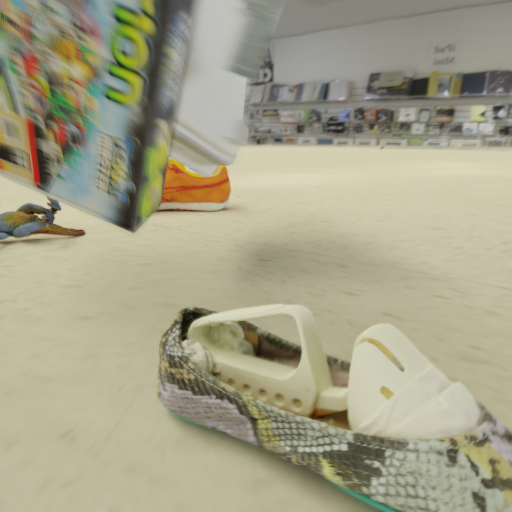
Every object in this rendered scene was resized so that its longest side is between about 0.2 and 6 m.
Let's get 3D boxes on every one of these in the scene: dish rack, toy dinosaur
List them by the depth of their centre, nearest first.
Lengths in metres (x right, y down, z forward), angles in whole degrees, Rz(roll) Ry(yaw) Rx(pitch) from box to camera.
[{"bbox_3d":[-0.825,-2.789,7.608,0.741,2.923,3.406,5,-5,22],"label":"dish rack"},{"bbox_3d":[-4.144,-0.394,9.250,1.781,1.962,1.030,-22,46,9],"label":"toy dinosaur"}]

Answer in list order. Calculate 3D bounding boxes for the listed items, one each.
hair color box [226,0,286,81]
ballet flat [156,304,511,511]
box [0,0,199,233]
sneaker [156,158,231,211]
[{"bbox_3d":[0.061,-2.803,6.647,0.384,1.265,0.626,20,32,-7],"label":"hair color box"},{"bbox_3d":[0.425,0.789,3.265,2.679,0.964,0.964,10,17,34],"label":"ballet flat"},{"bbox_3d":[-1.704,-2.327,5.254,2.200,3.997,0.694,23,38,6],"label":"box"},{"bbox_3d":[-2.222,-1.594,12.455,3.292,1.270,1.202,-6,16,-18],"label":"sneaker"}]
